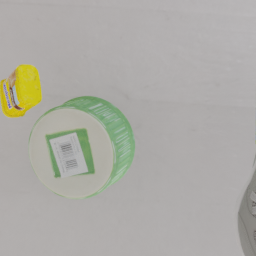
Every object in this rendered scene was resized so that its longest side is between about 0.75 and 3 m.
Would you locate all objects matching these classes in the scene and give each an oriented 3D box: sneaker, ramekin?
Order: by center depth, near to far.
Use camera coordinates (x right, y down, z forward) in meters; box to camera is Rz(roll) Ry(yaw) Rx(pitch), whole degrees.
[{"bbox_3d":[2.602,1.115,4.757,1.072,1.176,2.869,15,74,-3],"label":"sneaker"},{"bbox_3d":[-1.116,0.480,6.582,2.396,1.170,2.396,3,100,14],"label":"ramekin"}]

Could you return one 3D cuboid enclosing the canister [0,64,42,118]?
[{"bbox_3d":[-2.515,-0.837,6.524,0.568,1.313,0.975,-5,84,-39],"label":"canister"}]
